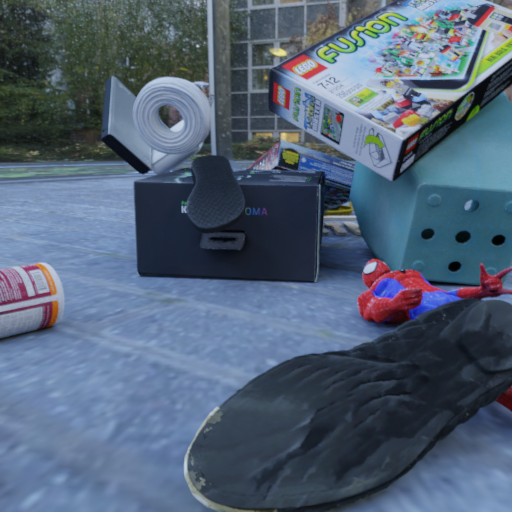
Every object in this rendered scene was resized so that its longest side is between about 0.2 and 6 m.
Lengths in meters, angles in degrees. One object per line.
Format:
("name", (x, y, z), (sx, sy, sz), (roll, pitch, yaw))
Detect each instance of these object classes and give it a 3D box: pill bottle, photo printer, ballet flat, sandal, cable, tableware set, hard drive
("pill bottle", (-2.613, 0.490, 5.520), (1.247, 0.683, 0.683), (-11, 17, -44))
("photo printer", (-1.329, -1.940, 9.685), (1.058, 0.367, 0.880), (-27, 39, 26))
("ballet flat", (0.754, 0.942, 3.520), (2.577, 0.856, 0.732), (-16, -27, -27))
("sandal", (-0.515, -0.736, 7.225), (0.705, 0.449, 1.875), (-1, 34, -3))
("cable", (-1.162, -1.918, 7.772), (1.082, 1.082, 0.375), (11, 34, 2))
("tableware set", (2.689, -1.234, 13.493), (3.329, 0.758, 4.942), (0, 12, -2))
("hard drive", (-2.165, -2.204, 9.454), (0.239, 1.454, 1.015), (-24, -38, 21))

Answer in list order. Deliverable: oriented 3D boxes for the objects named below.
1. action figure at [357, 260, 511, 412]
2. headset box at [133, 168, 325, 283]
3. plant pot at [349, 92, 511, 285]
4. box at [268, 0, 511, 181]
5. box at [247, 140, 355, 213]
("action figure", (1.780, 0.538, 5.234), (1.065, 0.842, 3.257), (-8, 12, -14))
("headset box", (-0.252, -0.608, 8.905), (2.644, 1.409, 3.037), (2, 12, 7))
("plant pot", (2.779, -1.033, 8.431), (2.252, 2.251, 3.186), (5, 32, 2))
("box", (2.200, -2.623, 7.793), (2.094, 0.660, 3.804), (36, 57, 26))
("box", (0.811, -1.462, 11.734), (1.962, 0.572, 2.866), (14, -12, -17))
